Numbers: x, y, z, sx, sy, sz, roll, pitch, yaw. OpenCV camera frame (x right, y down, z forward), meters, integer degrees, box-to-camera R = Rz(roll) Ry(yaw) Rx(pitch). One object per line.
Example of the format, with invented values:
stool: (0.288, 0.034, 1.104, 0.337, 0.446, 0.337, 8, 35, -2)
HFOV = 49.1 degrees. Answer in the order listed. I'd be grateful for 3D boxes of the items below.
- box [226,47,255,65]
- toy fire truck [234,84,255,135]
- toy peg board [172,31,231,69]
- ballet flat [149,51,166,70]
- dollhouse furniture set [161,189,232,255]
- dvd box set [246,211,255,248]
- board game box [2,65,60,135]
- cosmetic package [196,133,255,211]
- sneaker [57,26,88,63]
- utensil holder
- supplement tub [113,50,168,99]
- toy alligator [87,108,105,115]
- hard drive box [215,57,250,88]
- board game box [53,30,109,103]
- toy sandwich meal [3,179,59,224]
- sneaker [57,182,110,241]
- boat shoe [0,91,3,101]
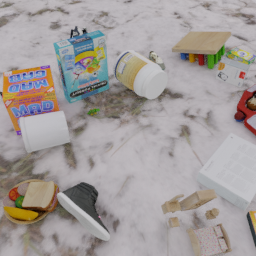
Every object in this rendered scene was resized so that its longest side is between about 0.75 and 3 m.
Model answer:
box: (5.947, -3.833, 14.824, 0.793, 0.327, 1.351, -35, 54, -30)
toy fire truck: (5.510, -0.680, 11.144, 2.166, 1.446, 2.579, -34, 51, -5)
toy peg board: (3.898, -4.092, 14.739, 2.324, 1.141, 2.334, 13, 44, 34)
ballet flat: (1.472, -3.514, 14.415, 0.478, 0.452, 1.418, -19, 49, -17)
dollhouse furniture set: (2.033, 2.735, 7.336, 1.696, 0.971, 1.989, 2, 56, -28)
dvd box set: (4.675, 3.157, 8.020, 2.122, 0.312, 1.553, 0, 46, 0)
board game box: (-3.748, -1.124, 11.122, 1.819, 1.820, 1.819, -12, 47, -11)
cosmetic package: (3.718, 1.380, 9.540, 1.767, 0.605, 2.343, 33, 55, 26)
sneaker: (-2.787, -4.322, 14.374, 1.002, 1.634, 2.511, 28, 52, 26)
utensil holder: (-3.038, 0.102, 10.325, 1.551, 1.318, 1.318, -13, 47, -16)
supplement tub: (0.542, -2.376, 12.519, 1.570, 1.570, 2.175, -31, 53, -27)
toy alligator: (-1.362, -0.726, 11.701, 0.801, 0.217, 0.238, -15, 75, 12)
hard drive box: (4.893, -2.619, 13.162, 1.284, 1.000, 0.493, 25, 51, 24)
board game box: (-1.870, -2.546, 11.914, 2.024, 2.681, 0.629, -24, 50, -21)
toy sandwich meal: (-3.042, 2.189, 8.725, 1.746, 0.598, 1.746, 2, 46, -2)
sneaker: (-1.092, 2.392, 8.478, 2.082, 0.736, 1.033, 35, 49, 24)
boat shoe: (-5.424, -1.324, 12.393, 0.336, 0.292, 0.911, -35, 55, -29)
